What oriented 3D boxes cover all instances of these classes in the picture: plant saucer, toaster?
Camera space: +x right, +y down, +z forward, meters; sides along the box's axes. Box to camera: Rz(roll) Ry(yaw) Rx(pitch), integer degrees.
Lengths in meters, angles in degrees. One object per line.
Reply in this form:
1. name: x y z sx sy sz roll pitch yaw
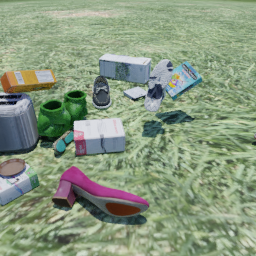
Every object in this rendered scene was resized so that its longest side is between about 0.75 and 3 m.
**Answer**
1. plant saucer: -3.623 1.246 8.755 0.849 0.146 0.849 -2 30 1
2. toaster: -4.557 -0.207 10.441 2.893 1.868 1.644 0 33 -1

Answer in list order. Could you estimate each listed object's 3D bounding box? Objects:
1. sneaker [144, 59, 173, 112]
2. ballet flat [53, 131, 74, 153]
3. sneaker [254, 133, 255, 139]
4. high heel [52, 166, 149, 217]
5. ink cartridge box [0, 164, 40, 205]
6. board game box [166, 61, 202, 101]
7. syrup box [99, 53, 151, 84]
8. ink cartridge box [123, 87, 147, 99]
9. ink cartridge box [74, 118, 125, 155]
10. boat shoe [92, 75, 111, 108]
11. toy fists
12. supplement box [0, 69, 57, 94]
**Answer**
1. sneaker: 1.198 -1.681 11.099 0.815 2.042 1.329 12 12 2
2. ballet flat: -2.527 0.566 10.633 0.536 0.483 1.424 -13 21 23
3. sneaker: 5.197 0.372 10.904 0.889 0.377 0.342 -5 40 -33
4. high heel: -0.727 1.692 8.171 2.900 0.978 1.394 5 43 15
5. ink cartridge box: -3.556 1.677 8.701 0.900 0.522 1.243 28 42 37
6. board game box: 2.193 -2.004 11.824 1.467 0.344 1.107 -34 59 2
7. syrup box: -0.165 -3.507 16.364 2.897 1.140 1.180 11 34 16
8. ink cartridge box: 0.438 -1.764 14.479 0.989 0.218 1.008 -20 40 -29
9. ink cartridge box: -1.094 0.292 10.673 1.836 0.779 1.337 -6 33 -7
10. boat shoe: -1.372 -1.850 14.061 0.993 0.792 2.627 -6 33 -10
11. toy fists: -2.550 -0.516 11.315 0.938 1.390 2.727 27 33 15
12. supplement box: -3.635 -1.736 10.377 0.633 0.655 1.904 -29 -10 41
